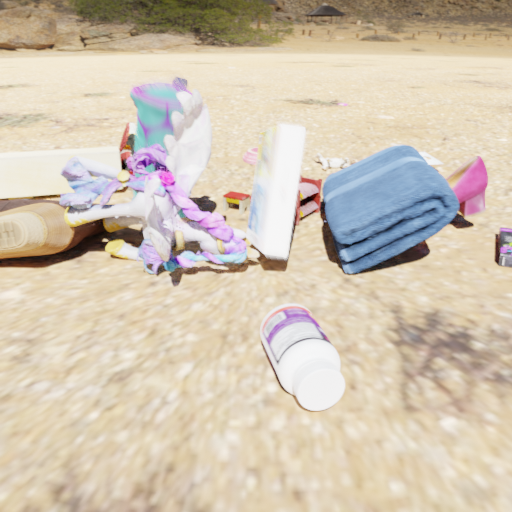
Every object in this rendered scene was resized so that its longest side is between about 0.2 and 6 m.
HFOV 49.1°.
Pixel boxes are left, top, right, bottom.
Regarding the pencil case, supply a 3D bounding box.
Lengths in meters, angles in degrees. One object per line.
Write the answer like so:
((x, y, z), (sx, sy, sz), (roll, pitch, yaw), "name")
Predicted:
((-1.394, -1.453, 8.190), (0.983, 2.128, 0.905), (31, 43, 23), "pencil case")

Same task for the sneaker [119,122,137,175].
((-2.440, -2.209, 12.421), (1.121, 1.063, 2.730), (13, 17, -25), "sneaker")

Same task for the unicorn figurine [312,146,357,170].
((1.757, -2.166, 12.873), (1.101, 0.406, 0.756), (17, 15, 2), "unicorn figurine")

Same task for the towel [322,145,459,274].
((1.967, -0.891, 8.775), (1.811, 0.787, 3.244), (-25, 17, 14), "towel")

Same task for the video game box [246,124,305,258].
((0.235, -0.940, 7.976), (0.401, 1.713, 1.560), (6, 7, -12), "video game box")

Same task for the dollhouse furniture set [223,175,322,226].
((0.278, -1.089, 10.038), (1.595, 0.649, 0.858), (14, 28, 28), "dollhouse furniture set")

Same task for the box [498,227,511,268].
((4.083, -0.098, 8.357), (0.860, 0.217, 1.204), (9, 24, 20), "box")

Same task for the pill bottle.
((0.452, 0.975, 5.451), (0.612, 0.612, 1.098), (-6, 25, -12), "pill bottle")

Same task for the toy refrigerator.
((-3.919, -1.632, 11.075), (2.433, 0.851, 0.924), (-6, 18, -15), "toy refrigerator")

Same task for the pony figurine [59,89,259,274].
((-1.312, -0.696, 7.407), (2.511, 2.424, 2.091), (8, 58, 18), "pony figurine")

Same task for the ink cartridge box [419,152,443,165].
((3.573, -2.132, 12.877), (1.025, 0.257, 1.181), (-2, 24, -5), "ink cartridge box")

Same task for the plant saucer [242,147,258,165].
((0.190, -2.437, 13.551), (1.042, 0.264, 1.042), (-1, 24, 0), "plant saucer")

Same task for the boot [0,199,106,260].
((-3.748, -0.425, 8.639), (2.764, 1.000, 2.299), (2, 9, 18), "boot")

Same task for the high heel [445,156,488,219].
((2.693, -0.886, 8.854), (1.998, 0.959, 0.673), (-15, 29, 4), "high heel")
